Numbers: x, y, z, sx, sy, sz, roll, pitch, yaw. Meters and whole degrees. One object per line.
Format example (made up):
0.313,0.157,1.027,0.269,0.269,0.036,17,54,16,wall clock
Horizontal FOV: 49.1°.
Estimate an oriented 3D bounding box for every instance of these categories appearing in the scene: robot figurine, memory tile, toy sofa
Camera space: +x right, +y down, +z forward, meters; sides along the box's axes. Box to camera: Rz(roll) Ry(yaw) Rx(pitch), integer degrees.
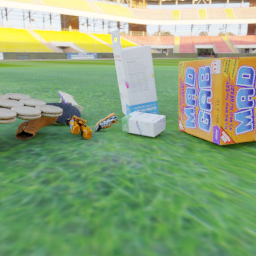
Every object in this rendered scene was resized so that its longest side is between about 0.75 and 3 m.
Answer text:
-1.280,-0.039,7.470,0.745,0.299,1.027,23,13,-25,robot figurine
-3.173,-0.498,6.777,2.109,0.231,2.751,20,18,31,memory tile
-2.032,-0.754,9.418,0.626,0.531,1.282,19,14,-33,toy sofa

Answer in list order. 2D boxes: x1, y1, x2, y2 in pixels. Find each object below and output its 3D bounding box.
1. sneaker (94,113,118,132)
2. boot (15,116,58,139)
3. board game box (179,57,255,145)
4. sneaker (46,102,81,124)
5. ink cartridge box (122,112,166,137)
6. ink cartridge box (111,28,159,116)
-0.619,-0.112,7.947,0.756,0.292,0.296,-37,-16,-10,sneaker
-2.440,-0.062,7.465,1.080,0.414,0.838,-11,25,0,boot
2.622,-0.797,7.248,1.935,1.934,1.936,-6,12,-18,board game box
-2.397,-0.440,8.796,1.859,0.652,0.763,5,-11,-5,sneaker
0.436,-0.118,7.631,0.989,0.415,0.716,10,22,30,ink cartridge box
0.205,-1.827,9.373,0.981,2.892,1.665,-12,17,-9,ink cartridge box
